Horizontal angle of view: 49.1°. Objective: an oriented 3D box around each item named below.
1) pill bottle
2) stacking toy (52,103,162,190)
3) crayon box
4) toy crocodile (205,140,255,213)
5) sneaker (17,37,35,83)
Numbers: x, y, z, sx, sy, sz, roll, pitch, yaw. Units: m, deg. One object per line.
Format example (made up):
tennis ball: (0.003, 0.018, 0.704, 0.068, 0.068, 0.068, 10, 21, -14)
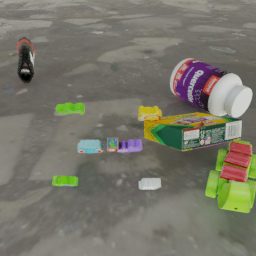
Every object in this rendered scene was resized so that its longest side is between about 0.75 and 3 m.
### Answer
pill bottle: (2.668, -1.300, 9.191, 1.411, 1.411, 2.509, -22, 39, -29)
stacking toy: (-0.427, 0.414, 6.384, 2.492, 0.585, 1.879, 2, 71, -4)
crayon box: (1.598, 0.021, 7.087, 1.858, 0.541, 1.603, -8, 14, -27)
toy crocodile: (2.422, 0.900, 6.272, 0.981, 0.897, 2.906, 13, 28, 22)
sneaker: (-3.887, -2.497, 10.672, 0.633, 1.791, 0.875, -1, 33, -19)
